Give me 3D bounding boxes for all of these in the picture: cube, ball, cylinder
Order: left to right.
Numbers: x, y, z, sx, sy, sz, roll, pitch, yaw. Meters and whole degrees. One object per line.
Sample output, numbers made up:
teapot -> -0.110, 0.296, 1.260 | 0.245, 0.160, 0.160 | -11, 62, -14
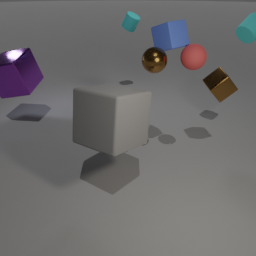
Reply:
cube -> -4.505, -2.184, 11.198 | 1.400, 1.400, 1.400 | -5, 38, 17
cube -> -0.404, -0.274, 7.016 | 1.400, 1.400, 1.400 | 16, 20, 34
cylinder -> 0.137, -5.135, 13.550 | 0.700, 0.700, 0.700 | 19, 40, -17
ball -> 0.716, -1.832, 7.577 | 0.700, 0.700, 0.700 | 0, 28, 0
cube -> 1.172, -2.546, 7.789 | 0.700, 0.700, 0.700 | -21, 15, -34
ball -> 1.775, -1.925, 7.598 | 0.700, 0.700, 0.700 | 0, 28, 0
cube -> 3.001, -1.415, 9.147 | 0.700, 0.700, 0.700 | -38, 36, 19
cylinder -> 4.032, -3.265, 9.168 | 0.700, 0.700, 0.700 | -46, 43, -10
